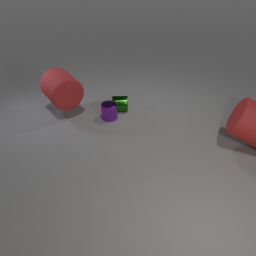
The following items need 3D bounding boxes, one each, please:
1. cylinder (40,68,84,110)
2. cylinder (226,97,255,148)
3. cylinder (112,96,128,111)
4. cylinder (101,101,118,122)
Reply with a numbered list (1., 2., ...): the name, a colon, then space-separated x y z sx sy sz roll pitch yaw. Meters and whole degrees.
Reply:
1. cylinder: -2.796 -1.660 11.853 1.400 1.400 1.400 -20 42 -29
2. cylinder: 4.380 -0.145 9.718 1.400 1.400 1.400 28 36 2
3. cylinder: -0.360 -1.103 12.692 0.700 0.700 0.700 -1 32 -1
4. cylinder: -0.802 -0.729 12.086 0.700 0.700 0.700 -1 31 0
